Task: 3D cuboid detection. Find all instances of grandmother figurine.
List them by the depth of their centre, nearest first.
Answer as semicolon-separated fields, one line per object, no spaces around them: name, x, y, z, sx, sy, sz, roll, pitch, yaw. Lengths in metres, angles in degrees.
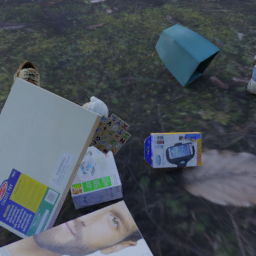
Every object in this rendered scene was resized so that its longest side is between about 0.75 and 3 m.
grandmother figurine;-1.865;-0.424;7.797;2.671;0.809;1.620;-1;26;8

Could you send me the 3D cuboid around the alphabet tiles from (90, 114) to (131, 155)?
alphabet tiles;-0.411;0.156;6.163;0.764;0.918;0.029;37;22;-7

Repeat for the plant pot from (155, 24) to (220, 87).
plant pot;1.930;-2.655;9.800;1.258;1.259;1.781;-35;74;-33

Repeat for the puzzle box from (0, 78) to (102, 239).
puzzle box;-1.909;0.632;5.518;1.851;2.782;0.354;25;2;9

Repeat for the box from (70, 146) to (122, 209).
box;-0.785;1.072;6.401;1.081;0.592;1.225;-12;48;-8

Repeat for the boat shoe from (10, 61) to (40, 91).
boat shoe;-2.975;-1.396;8.230;0.778;0.759;2.056;14;26;-33

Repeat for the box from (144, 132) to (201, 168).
box;1.103;0.535;6.853;1.392;0.829;0.289;-2;4;-10

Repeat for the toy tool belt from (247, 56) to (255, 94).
toy tool belt;4.512;-1.643;8.796;1.045;1.674;1.029;-36;50;-19

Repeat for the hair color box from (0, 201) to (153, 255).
hair color box;-0.954;2.404;4.764;2.567;0.832;1.403;-16;44;-21
